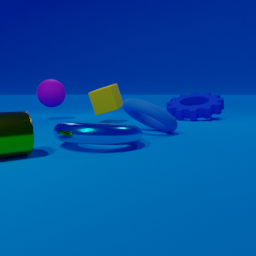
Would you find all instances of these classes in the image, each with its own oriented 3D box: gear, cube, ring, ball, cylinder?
[{"bbox_3d":[2.496,-0.844,10.506,2.056,0.380,2.056,-9,22,4],"label":"gear"},{"bbox_3d":[-0.711,-0.949,9.298,0.787,0.787,0.787,-14,11,19],"label":"cube"},{"bbox_3d":[0.532,-0.300,6.862,1.451,0.290,1.451,25,-9,4],"label":"ring"},{"bbox_3d":[-2.856,-1.288,10.451,1.038,1.038,1.038,0,7,0],"label":"ball"},{"bbox_3d":[-1.900,0.108,4.307,0.709,0.709,0.709,-5,9,-35],"label":"cylinder"},{"bbox_3d":[-0.563,0.093,5.327,1.671,0.334,1.671,3,1,0],"label":"ring"}]
